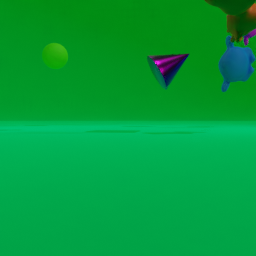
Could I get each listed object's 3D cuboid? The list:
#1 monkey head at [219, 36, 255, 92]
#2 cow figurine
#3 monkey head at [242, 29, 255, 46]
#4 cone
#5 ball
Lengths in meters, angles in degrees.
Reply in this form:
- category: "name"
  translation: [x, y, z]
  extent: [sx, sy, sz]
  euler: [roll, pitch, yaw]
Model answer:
- category: "monkey head"
  translation: [3.803, -2.320, 10.228]
  extent: [1.183, 1.963, 1.412]
  euler: [-2, 15, -12]
- category: "cow figurine"
  translation: [1.661, -2.002, 4.466]
  extent: [1.269, 0.697, 1.249]
  euler: [5, -34, -14]
- category: "monkey head"
  translation: [3.633, -3.047, 8.558]
  extent: [0.687, 1.140, 0.820]
  euler: [31, -7, 2]
- category: "cone"
  translation: [1.600, -2.291, 9.930]
  extent: [1.368, 1.363, 1.363]
  euler: [-30, 2, -1]
- category: "ball"
  translation: [-3.059, -3.014, 11.754]
  extent: [1.056, 1.056, 1.056]
  euler: [0, 2, 0]
